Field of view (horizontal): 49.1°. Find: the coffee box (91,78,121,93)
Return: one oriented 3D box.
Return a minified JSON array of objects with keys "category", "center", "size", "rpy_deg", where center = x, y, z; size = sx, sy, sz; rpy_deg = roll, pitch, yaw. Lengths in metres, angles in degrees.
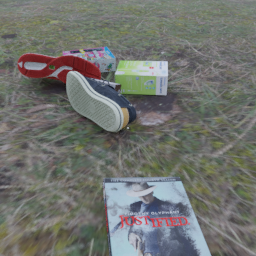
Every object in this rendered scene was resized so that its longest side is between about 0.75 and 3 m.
[{"category":"coffee box","center":[-0.783,-1.041,7.978],"size":[1.061,0.607,0.423],"rpy_deg":[15,14,19]}]

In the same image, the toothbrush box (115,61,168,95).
[{"category":"toothbrush box","center":[0.443,-1.591,8.775],"size":[1.571,0.676,1.144],"rpy_deg":[4,35,6]}]

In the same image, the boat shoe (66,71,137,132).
[{"category":"boat shoe","center":[-0.798,-0.753,7.341],"size":[0.832,0.997,2.672],"rpy_deg":[-14,37,-39]}]

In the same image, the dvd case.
[{"category":"dvd case","center":[0.402,1.575,4.425],"size":[1.487,0.224,2.037],"rpy_deg":[1,34,-10]}]

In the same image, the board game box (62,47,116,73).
[{"category":"board game box","center":[-1.416,-2.420,10.106],"size":[1.691,0.544,1.248],"rpy_deg":[-10,36,-16]}]

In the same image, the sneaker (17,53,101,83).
[{"category":"sneaker","center":[-2.180,-1.975,9.062],"size":[2.498,0.979,1.443],"rpy_deg":[11,14,-20]}]
